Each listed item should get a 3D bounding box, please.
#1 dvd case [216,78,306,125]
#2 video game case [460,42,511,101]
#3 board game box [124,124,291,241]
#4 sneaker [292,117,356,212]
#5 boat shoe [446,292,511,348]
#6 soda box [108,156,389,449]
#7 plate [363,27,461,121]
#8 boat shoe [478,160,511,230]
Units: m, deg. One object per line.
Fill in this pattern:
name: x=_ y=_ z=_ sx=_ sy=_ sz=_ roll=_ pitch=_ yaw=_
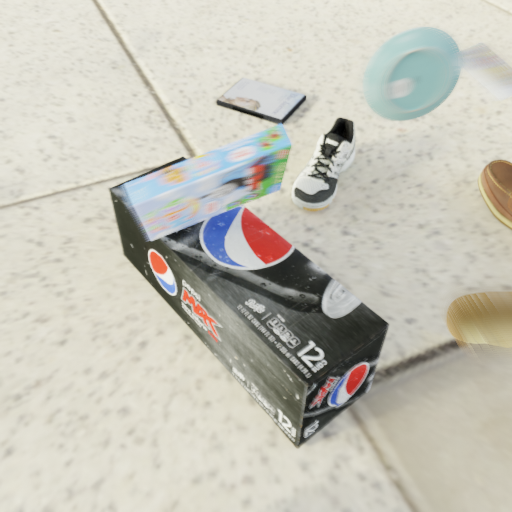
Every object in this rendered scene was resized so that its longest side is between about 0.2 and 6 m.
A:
dvd case: x=0.125 y=-3.718 z=13.384 sx=1.803 sy=0.158 sz=1.286 roll=22 pitch=50 yaw=20
video game case: x=4.042 y=-3.194 z=9.639 sx=1.029 sy=0.129 sz=1.131 roll=-31 pitch=73 yaw=-37
board game box: x=-0.586 y=-0.896 z=7.270 sx=2.003 sy=1.515 sz=0.367 roll=-22 pitch=78 yaw=-8
sneaker: x=1.331 y=-1.870 z=11.008 sx=0.884 sy=1.025 sz=2.338 roll=18 pitch=50 yaw=14
boat shoe: x=2.489 y=0.547 z=4.784 sx=1.615 sy=0.525 sz=0.583 roll=-10 pitch=70 yaw=43
soda box: x=-0.341 y=0.411 z=8.339 sx=1.470 sy=1.643 sz=4.642 roll=-30 pitch=53 yaw=-27
plate: x=2.629 y=-2.953 z=9.357 sx=1.677 sy=1.677 sz=0.214 roll=-6 pitch=45 yaw=-5
boat shoe: x=5.148 y=-0.827 z=9.962 sx=1.121 sy=1.052 sz=3.114 roll=-12 pitch=47 yaw=-11
